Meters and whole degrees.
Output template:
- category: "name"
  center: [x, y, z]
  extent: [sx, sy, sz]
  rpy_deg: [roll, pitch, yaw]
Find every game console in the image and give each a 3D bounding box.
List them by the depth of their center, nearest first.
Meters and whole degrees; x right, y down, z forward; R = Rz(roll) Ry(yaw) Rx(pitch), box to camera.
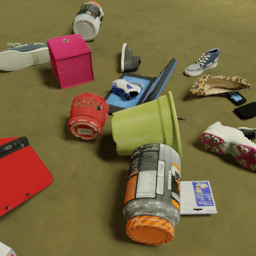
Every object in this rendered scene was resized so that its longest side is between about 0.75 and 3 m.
- category: "game console"
  center: [-4.434, 1.575, 8.983]
  extent: [2.527, 1.741, 2.933]
  rpy_deg: [-4, 17, 38]
- category: "game console"
  center: [0.408, -1.842, 11.788]
  extent: [1.711, 2.469, 2.892]
  rpy_deg: [34, 51, -5]
- category: "game console"
  center: [4.814, -1.085, 12.010]
  extent: [1.072, 0.219, 1.818]
  rpy_deg: [-20, 50, -18]

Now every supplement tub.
- category: "supplement tub"
  center: [0.739, 1.894, 8.277]
  extent: [1.619, 1.619, 2.643]
  rpy_deg: [5, 48, 5]
- category: "supplement tub"
  center: [-2.203, -6.126, 15.856]
  extent: [1.466, 1.466, 2.392]
  rpy_deg: [5, 47, 4]

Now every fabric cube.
- category: "fabric cube"
  center: [-2.634, -3.087, 12.888]
  extent: [1.636, 1.667, 1.662]
  rpy_deg: [-17, 50, -17]

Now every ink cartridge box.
- category: "ink cartridge box"
  center: [-4.015, 3.758, 7.145]
  extent: [1.287, 0.720, 1.886]
  rpy_deg: [20, 48, 18]
- category: "ink cartridge box"
  center: [2.106, 2.236, 8.896]
  extent: [1.158, 0.275, 1.171]
  rpy_deg: [0, 49, -2]

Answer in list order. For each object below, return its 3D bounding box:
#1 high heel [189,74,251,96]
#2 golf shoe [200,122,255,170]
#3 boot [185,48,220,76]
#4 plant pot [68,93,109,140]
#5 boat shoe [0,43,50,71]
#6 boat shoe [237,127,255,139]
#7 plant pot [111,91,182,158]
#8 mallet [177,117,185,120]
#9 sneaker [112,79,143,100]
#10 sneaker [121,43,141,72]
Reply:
- category: "high heel"
  center: [3.943, -1.744, 11.953]
  extent: [2.415, 0.862, 1.721]
  rpy_deg: [-23, 33, -30]
- category: "golf shoe"
  center: [4.005, 0.561, 9.984]
  extent: [2.676, 1.008, 1.225]
  rpy_deg: [28, 50, 22]
- category: "boot"
  center: [3.594, -3.236, 13.548]
  extent: [1.971, 0.890, 0.717]
  rpy_deg: [-28, 53, -23]
- category: "plant pot"
  center: [-1.513, -0.391, 10.533]
  extent: [1.443, 1.443, 1.314]
  rpy_deg: [4, 50, 4]
- category: "boat shoe"
  center: [-5.215, -3.621, 13.780]
  extent: [2.914, 1.091, 0.901]
  rpy_deg: [-20, 52, -20]
- category: "boat shoe"
  center: [4.752, 0.231, 10.638]
  extent: [1.163, 0.435, 0.386]
  rpy_deg: [8, 48, 9]
- category: "plant pot"
  center: [0.607, 0.046, 9.792]
  extent: [2.155, 2.344, 2.344]
  rpy_deg: [-9, 47, 7]
- category: "mallet"
  center: [1.953, -0.467, 11.504]
  extent: [0.808, 0.166, 0.266]
  rpy_deg: [10, 44, 2]
- category: "sneaker"
  center: [-0.085, -1.619, 11.966]
  extent: [1.367, 0.552, 0.790]
  rpy_deg: [7, 48, 14]
- category: "sneaker"
  center: [0.159, -3.509, 14.002]
  extent: [0.960, 0.684, 1.936]
  rpy_deg: [2, 52, -1]
